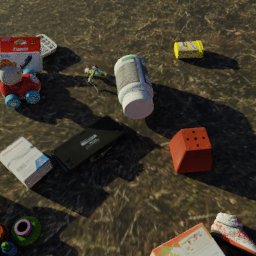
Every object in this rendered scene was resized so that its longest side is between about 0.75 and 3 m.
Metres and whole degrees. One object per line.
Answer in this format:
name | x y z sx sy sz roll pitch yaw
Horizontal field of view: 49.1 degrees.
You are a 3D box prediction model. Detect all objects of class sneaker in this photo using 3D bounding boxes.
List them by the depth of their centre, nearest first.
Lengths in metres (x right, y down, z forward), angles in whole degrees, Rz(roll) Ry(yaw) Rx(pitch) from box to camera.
sneaker | 3.505 3.320 8.638 1.782 0.595 0.955 23 57 17

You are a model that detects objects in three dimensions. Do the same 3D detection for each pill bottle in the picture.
pill bottle | 0.262 -1.747 11.873 1.462 1.462 2.585 -6 53 -4

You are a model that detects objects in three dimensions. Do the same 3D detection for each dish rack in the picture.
dish rack | -4.633 -3.961 14.194 1.797 0.391 1.543 -37 62 -24

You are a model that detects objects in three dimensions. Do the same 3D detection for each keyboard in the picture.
keyboard | -1.324 0.705 10.765 2.873 0.369 1.725 -35 54 -22

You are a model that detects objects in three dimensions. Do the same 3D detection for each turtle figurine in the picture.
turtle figurine | -1.463 -2.375 12.975 0.888 1.234 1.196 -48 38 2

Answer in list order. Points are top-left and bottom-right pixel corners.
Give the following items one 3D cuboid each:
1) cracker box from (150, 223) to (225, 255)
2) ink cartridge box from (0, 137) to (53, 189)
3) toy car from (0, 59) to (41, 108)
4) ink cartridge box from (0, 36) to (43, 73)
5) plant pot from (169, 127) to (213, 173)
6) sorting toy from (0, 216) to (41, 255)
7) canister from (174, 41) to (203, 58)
cracker box | 2.059 4.313 7.726 1.818 0.783 2.714 -20 55 -21
ink cartridge box | -3.716 1.224 10.158 1.576 0.664 1.139 35 61 23
toy car | -4.745 -2.164 11.913 1.681 1.900 1.752 -14 55 -11
ink cartridge box | -5.112 -3.470 13.211 2.015 0.439 1.749 -2 93 -1
plant pot | 2.361 0.709 10.217 1.359 1.199 1.361 -5 53 -4
sorting toy | -3.674 3.269 8.581 1.848 0.759 1.110 -13 54 -10
canister | 3.042 -3.928 14.078 1.274 0.551 0.946 -4 53 -1
